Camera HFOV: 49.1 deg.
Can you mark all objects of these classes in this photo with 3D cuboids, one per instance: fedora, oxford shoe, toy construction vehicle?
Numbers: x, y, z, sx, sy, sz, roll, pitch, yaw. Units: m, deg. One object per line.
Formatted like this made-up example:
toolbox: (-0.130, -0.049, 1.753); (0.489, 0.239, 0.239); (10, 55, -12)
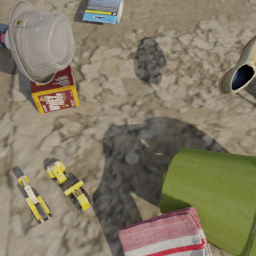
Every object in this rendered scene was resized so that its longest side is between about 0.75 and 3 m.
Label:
fedora: (-2.098, -2.321, 7.415); (1.055, 2.066, 2.336); (-6, 51, 17)
oxford shoe: (3.335, -1.738, 7.446); (0.753, 0.785, 2.126); (34, 98, -6)
toy construction vehicle: (-2.061, 1.766, 7.841); (1.573, 0.636, 1.806); (-29, 62, -18)

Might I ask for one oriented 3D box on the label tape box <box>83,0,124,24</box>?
label tape box: (-1.047, -5.066, 12.267); (1.408, 0.650, 1.965); (8, 60, 6)

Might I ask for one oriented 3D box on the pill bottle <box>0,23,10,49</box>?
pill bottle: (-4.801, -3.636, 11.173); (1.508, 0.902, 0.902); (19, 59, 12)

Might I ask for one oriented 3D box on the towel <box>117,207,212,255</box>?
towel: (0.966, 3.394, 5.986); (2.109, 0.333, 2.929); (-28, 68, 27)

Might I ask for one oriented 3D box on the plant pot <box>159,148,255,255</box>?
plant pot: (2.395, 1.700, 6.856); (2.839, 2.990, 2.990); (16, 58, 25)

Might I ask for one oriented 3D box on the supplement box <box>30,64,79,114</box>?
supplement box: (-2.551, -1.444, 9.727); (1.406, 0.947, 1.426); (-13, 58, -8)
